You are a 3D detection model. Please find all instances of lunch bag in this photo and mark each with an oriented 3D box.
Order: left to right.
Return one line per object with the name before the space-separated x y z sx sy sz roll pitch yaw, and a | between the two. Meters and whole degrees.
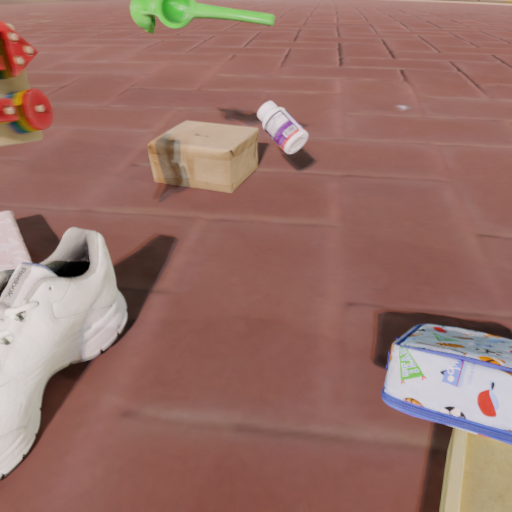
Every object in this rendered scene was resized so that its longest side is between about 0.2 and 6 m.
lunch bag | 2.164 1.214 5.708 1.666 0.786 2.080 9 2 24

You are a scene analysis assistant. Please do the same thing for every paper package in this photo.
paper package | -1.052 -2.170 11.937 1.831 0.947 1.745 10 32 18

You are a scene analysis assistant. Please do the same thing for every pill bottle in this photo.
pill bottle | 0.449 -2.319 10.044 0.524 0.524 0.940 -26 68 -37

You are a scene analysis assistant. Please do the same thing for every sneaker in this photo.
sneaker | -2.658 0.952 5.953 1.315 1.537 3.529 13 37 11

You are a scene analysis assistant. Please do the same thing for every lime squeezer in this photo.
lime squeezer | -1.263 -3.788 8.935 3.349 0.632 1.183 19 -4 45

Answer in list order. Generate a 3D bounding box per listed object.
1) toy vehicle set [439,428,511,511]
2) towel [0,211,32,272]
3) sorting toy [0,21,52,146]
toy vehicle set | 2.345 2.915 3.659 2.430 0.518 3.911 12 32 19
towel | -4.896 0.377 7.849 3.304 0.533 3.156 -16 31 -25
sorting toy | -2.603 -1.765 5.650 0.437 1.257 1.249 -6 14 17
